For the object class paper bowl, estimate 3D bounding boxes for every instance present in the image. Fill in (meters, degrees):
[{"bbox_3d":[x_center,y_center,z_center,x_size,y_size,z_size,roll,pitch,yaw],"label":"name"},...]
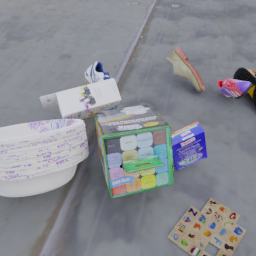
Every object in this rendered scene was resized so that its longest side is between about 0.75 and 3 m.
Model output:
[{"bbox_3d":[-2.135,0.622,6.194,2.531,1.317,2.531,-6,9,1],"label":"paper bowl"}]

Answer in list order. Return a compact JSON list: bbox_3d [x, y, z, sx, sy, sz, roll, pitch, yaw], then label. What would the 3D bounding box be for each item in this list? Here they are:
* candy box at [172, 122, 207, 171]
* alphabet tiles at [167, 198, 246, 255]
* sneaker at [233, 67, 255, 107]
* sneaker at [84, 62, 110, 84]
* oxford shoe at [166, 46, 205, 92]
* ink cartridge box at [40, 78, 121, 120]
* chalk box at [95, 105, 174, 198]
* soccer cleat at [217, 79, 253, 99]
[{"bbox_3d":[1.409,0.457,6.689,0.860,1.017,0.392,-23,46,-2],"label":"candy box"},{"bbox_3d":[1.739,2.165,5.963,1.215,0.055,1.454,30,51,28],"label":"alphabet tiles"},{"bbox_3d":[4.347,-1.144,8.944,0.963,0.748,2.140,-1,48,-33],"label":"sneaker"},{"bbox_3d":[-0.825,-1.408,8.844,0.604,0.707,1.604,-5,57,-52],"label":"sneaker"},{"bbox_3d":[1.974,-1.898,9.583,0.664,0.636,1.798,-36,73,20],"label":"oxford shoe"},{"bbox_3d":[-1.288,-0.659,7.668,1.994,1.148,0.676,-17,83,-13],"label":"ink cartridge box"},{"bbox_3d":[0.130,0.513,6.144,1.419,1.412,2.281,-9,21,-8],"label":"chalk box"},{"bbox_3d":[3.221,-1.266,8.603,0.592,0.552,1.619,38,4,-5],"label":"soccer cleat"}]
